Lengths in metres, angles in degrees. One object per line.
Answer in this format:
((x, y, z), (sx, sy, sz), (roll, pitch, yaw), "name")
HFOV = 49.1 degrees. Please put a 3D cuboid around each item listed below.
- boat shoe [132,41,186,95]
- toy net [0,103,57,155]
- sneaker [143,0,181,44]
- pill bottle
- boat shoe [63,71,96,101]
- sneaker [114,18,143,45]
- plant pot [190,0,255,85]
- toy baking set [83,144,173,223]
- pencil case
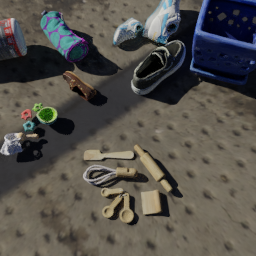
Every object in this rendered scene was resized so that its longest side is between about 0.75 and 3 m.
((1.209, -2.378, 10.109), (1.014, 0.913, 2.868), (34, 65, 18), "boat shoe")
((-3.273, -0.036, 8.914), (1.092, 0.402, 2.082), (38, 60, 11), "toy net")
((1.654, -4.521, 11.372), (1.109, 1.051, 2.747), (28, 71, 8), "sneaker")
((-5.084, -3.114, 10.286), (2.346, 1.359, 1.359), (-15, 61, -8), "pill bottle")
((-1.791, -1.478, 9.813), (1.413, 0.497, 0.497), (34, 64, 15), "boat shoe")
((-0.012, -3.800, 11.139), (0.612, 0.579, 1.514), (34, 67, 16), "sneaker")
((3.470, -2.982, 9.766), (2.358, 2.120, 2.358), (16, 61, 10), "plant pot")
((-0.095, 1.442, 8.251), (2.137, 0.324, 2.785), (-26, 63, -14), "toy baking set")
((-2.457, -3.535, 10.729), (1.048, 0.965, 2.267), (-46, 66, 16), "pencil case")
